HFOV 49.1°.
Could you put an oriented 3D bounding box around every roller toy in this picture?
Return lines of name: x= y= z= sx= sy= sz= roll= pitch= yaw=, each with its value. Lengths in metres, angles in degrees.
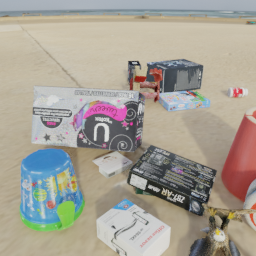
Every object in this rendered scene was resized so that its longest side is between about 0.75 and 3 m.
roller toy: x=3.004 y=1.633 z=5.692 sx=1.159 sy=1.270 sz=0.888 roll=-11 pitch=16 yaw=36

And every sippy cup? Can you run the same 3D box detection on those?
sippy cup: x=-1.731 y=1.254 z=6.186 sx=1.880 sy=1.378 sz=1.476 roll=11 pitch=29 yaw=20

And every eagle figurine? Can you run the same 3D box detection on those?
eagle figurine: x=1.647 y=2.179 z=5.030 sx=1.199 sy=1.192 sz=1.580 roll=-29 pitch=38 yaw=44

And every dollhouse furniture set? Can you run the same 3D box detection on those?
dollhouse furniture set: x=0.771 y=-1.711 z=11.462 sx=1.259 sy=0.952 sz=2.340 roll=2 pitch=-5 yaw=-5

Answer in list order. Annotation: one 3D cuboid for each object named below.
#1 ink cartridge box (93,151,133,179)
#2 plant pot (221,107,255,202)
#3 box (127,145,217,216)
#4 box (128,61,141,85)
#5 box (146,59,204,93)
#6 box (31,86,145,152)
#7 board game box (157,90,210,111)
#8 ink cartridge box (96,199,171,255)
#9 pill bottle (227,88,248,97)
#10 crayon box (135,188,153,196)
ink cartridge box: x=-0.446 y=1.031 z=7.997 sx=0.900 sy=0.196 sz=0.782 roll=-19 pitch=31 yaw=-34
plant pot: x=3.543 y=0.605 z=6.926 sx=2.169 sy=1.919 sz=2.169 roll=0 pitch=27 yaw=0
box: x=1.125 y=1.199 z=6.926 sx=1.894 sy=0.412 sz=1.517 roll=20 pitch=28 yaw=16
box: x=0.339 y=-2.982 z=15.183 sx=0.618 sy=1.082 sz=1.188 roll=-2 pitch=26 yaw=-5
box: x=2.354 y=-2.688 z=14.372 sx=2.357 sy=1.262 sz=1.749 roll=-12 pitch=28 yaw=-23
box: x=-1.079 y=-0.282 z=8.397 sx=2.979 sy=1.709 sz=1.969 roll=3 pitch=4 yaw=9
board game box: x=2.416 y=-1.234 z=12.436 sx=1.933 sy=0.354 sz=1.462 roll=-8 pitch=28 yaw=-14
ink cartridge box: x=0.107 y=2.059 z=5.528 sx=1.216 sy=0.513 sz=0.888 roll=22 pitch=33 yaw=37
pill bottle: x=5.179 y=-1.677 z=13.218 sx=0.832 sy=0.467 sz=0.467 roll=-1 pitch=26 yaw=-1
crayon box: x=0.518 y=1.318 z=7.241 sx=0.652 sy=0.261 sz=1.027 roll=7 pitch=26 yaw=-3
